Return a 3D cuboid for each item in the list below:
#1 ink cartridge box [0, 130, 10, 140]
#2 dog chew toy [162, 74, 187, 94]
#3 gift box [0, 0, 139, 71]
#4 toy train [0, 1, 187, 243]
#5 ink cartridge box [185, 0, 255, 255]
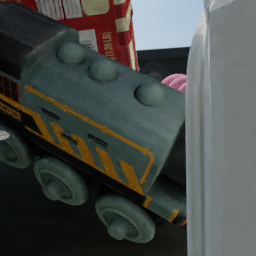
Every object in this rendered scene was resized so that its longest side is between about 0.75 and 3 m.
[{"bbox_3d":[-1.393,0.295,0.807,1.902,0.642,1.108,1,5,27],"label":"ink cartridge box"},{"bbox_3d":[1.531,-0.865,7.683,1.276,1.276,2.050,-1,8,-8],"label":"dog chew toy"},{"bbox_3d":[-0.845,-1.366,3.541,2.699,2.491,2.520,-2,27,1],"label":"gift box"},{"bbox_3d":[-0.191,-0.010,1.289,1.321,0.753,0.563,29,49,12],"label":"toy train"},{"bbox_3d":[1.219,0.247,0.236,1.952,0.823,1.413,4,6,37],"label":"ink cartridge box"}]
